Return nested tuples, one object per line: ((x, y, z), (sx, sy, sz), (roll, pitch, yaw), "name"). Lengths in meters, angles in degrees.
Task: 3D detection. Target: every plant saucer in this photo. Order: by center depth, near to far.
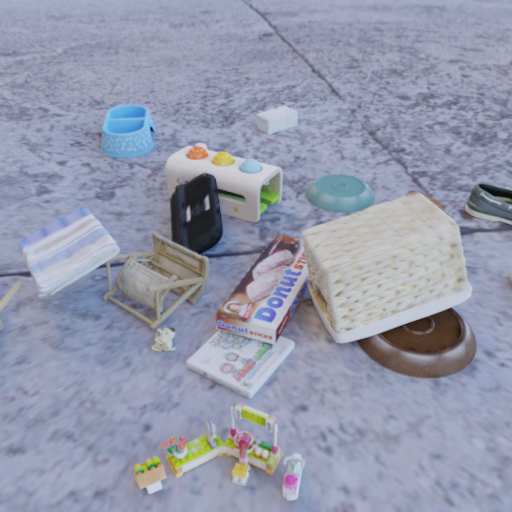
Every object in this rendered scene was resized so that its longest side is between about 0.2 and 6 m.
((2.613, 1.188, 9.197), (1.980, 0.318, 1.980), (-1, 34, 1), "plant saucer")
((1.977, -1.535, 13.157), (1.631, 0.293, 1.631), (0, 35, 0), "plant saucer")

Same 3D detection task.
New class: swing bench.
((-1.778, 0.387, 9.873), (1.383, 0.902, 1.390), (25, 37, 32), "swing bench")

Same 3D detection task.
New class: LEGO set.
((-0.465, 2.383, 7.010), (2.146, 0.799, 0.987), (3, 35, 4), "LEGO set")

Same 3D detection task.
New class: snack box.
((0.348, 0.482, 10.028), (1.053, 0.356, 2.930), (13, 33, 17), "snack box")

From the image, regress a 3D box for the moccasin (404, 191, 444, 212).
((3.476, -0.759, 11.586), (0.744, 0.705, 1.928), (22, 36, -25), "moccasin")

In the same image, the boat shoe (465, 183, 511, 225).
((5.775, -1.084, 12.126), (2.280, 0.705, 0.830), (12, 36, 17), "boat shoe")

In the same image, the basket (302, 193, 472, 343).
((2.053, 0.122, 9.187), (2.381, 1.469, 1.614), (-18, 30, -3), "basket")

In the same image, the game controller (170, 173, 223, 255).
((-1.241, -0.831, 11.434), (1.130, 0.456, 2.167), (-22, 46, 12), "game controller")

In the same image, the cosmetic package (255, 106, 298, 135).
((0.601, -4.032, 16.619), (1.154, 0.468, 0.651), (-25, 44, -33), "cosmetic package")

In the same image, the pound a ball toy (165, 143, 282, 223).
((-0.741, -2.008, 13.026), (2.868, 1.218, 1.870), (19, 39, 25), "pound a ball toy")

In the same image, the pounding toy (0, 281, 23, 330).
((-4.533, 0.952, 9.056), (1.602, 0.834, 1.824), (-18, 39, -24), "pounding toy")

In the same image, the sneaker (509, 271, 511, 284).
((5.227, 0.542, 9.722), (0.667, 0.773, 1.764), (-17, 36, -20), "sneaker")

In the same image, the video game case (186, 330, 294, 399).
((-0.231, 1.544, 8.791), (1.194, 0.155, 1.312), (20, 39, 26), "video game case")

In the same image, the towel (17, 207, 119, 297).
((-3.241, -0.150, 9.522), (1.446, 0.234, 1.969), (-32, 39, -15), "towel")

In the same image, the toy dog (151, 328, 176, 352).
((-1.446, 1.319, 9.028), (0.399, 0.287, 0.411), (16, 35, 1), "toy dog")

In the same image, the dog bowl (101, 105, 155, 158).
((-3.639, -3.593, 15.845), (1.437, 0.639, 2.577), (-4, 34, -5), "dog bowl")
